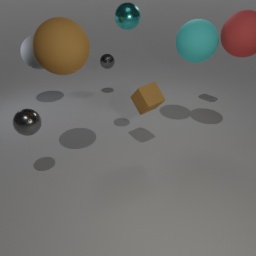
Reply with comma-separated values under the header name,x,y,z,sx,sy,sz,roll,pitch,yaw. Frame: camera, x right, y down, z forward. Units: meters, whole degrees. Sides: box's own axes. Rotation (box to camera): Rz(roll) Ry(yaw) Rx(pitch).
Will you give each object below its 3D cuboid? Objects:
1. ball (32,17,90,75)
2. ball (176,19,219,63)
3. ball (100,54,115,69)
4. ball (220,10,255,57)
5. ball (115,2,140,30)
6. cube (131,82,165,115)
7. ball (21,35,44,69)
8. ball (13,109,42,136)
name,x,y,z,sx,sy,sz,roll,pitch,yaw
ball,-1.666,-2.042,7.048,1.400,1.400,1.400,0,29,0
ball,2.309,-2.905,9.389,1.400,1.400,1.400,0,29,0
ball,-0.980,-3.145,13.227,0.700,0.700,0.700,0,29,0
ball,3.614,-2.916,8.712,1.400,1.400,1.400,0,29,0
ball,-0.012,-3.032,7.616,0.700,0.700,0.700,0,29,0
cube,0.632,-0.949,9.005,0.700,0.700,0.700,-25,-8,-28
ball,-3.787,-3.199,11.824,1.400,1.400,1.400,0,29,0
ball,-2.589,-0.150,7.200,0.700,0.700,0.700,0,29,0
